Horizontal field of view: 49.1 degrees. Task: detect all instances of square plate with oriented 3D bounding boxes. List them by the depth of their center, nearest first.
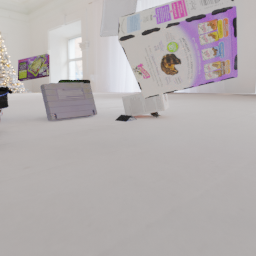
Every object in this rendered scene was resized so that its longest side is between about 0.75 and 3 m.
[{"bbox_3d":[-0.286,-3.302,8.084,1.262,1.250,0.180,-17,40,-38],"label":"square plate"}]

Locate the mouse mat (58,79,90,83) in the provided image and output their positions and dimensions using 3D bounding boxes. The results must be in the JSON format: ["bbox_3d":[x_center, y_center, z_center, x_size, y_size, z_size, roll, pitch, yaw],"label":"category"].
[{"bbox_3d":[-3.171,-1.682,15.520,1.911,2.374,0.089,-7,46,-36],"label":"mouse mat"}]

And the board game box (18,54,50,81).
[{"bbox_3d":[-3.243,-2.061,9.600,1.281,0.769,0.207,-4,-3,24],"label":"board game box"}]

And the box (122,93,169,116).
[{"bbox_3d":[0.983,-1.346,14.912,2.106,1.120,1.604,-10,6,19],"label":"box"}]

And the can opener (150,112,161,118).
[{"bbox_3d":[1.488,-0.750,14.996,0.265,0.335,1.007,-15,14,-14],"label":"can opener"}]

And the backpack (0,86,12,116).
[{"bbox_3d":[-6.939,-1.262,13.047,2.109,1.706,2.214,21,21,12],"label":"backpack"}]

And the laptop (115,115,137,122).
[{"bbox_3d":[-0.086,-0.401,13.765,0.723,0.448,0.773,8,-16,39],"label":"laptop"}]

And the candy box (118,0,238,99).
[{"bbox_3d":[1.389,-2.119,7.481,2.764,0.989,2.318,-11,-36,14],"label":"candy box"}]

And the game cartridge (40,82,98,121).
[{"bbox_3d":[-2.957,-1.409,14.312,2.864,1.857,0.550,-10,-10,-45],"label":"game cartridge"}]
